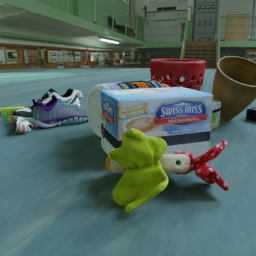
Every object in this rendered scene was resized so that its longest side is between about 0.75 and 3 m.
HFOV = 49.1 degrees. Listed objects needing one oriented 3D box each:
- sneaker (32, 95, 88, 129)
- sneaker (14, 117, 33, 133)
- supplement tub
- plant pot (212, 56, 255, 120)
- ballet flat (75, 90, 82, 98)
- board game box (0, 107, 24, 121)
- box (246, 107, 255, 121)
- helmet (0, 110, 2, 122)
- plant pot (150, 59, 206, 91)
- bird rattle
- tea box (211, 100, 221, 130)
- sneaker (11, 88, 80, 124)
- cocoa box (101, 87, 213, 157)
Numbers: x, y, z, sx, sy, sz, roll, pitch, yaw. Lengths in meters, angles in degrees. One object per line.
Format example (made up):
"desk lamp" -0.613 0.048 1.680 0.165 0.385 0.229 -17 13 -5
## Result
"sneaker" -2.450 -0.760 11.112 2.693 1.179 1.002 -15 21 -41
"sneaker" -3.783 -0.065 10.201 0.599 0.451 1.280 13 9 -20
"supplement tub" 0.203 -0.733 9.821 2.961 1.814 1.814 -13 20 -35
"plant pot" 4.211 -1.428 11.254 2.008 2.155 2.008 5 46 -5
"ballet flat" -3.305 -2.190 17.680 0.503 0.503 1.450 -11 19 -35
"board game box" -4.876 -0.594 11.747 1.031 0.524 0.246 -5 16 -17
"box" 5.761 -0.601 11.864 1.274 0.503 0.899 -11 16 -35
"helmet" -5.038 -0.350 9.829 1.044 1.095 1.095 35 28 18
"plant pot" 2.413 -2.168 13.875 2.665 2.427 2.665 0 15 0
"bird rattle" 0.691 0.670 5.883 2.606 1.468 2.125 -7 0 -33
"tea box" 2.915 -0.483 10.443 0.677 0.997 1.014 14 20 41
"sneaker" -3.442 -0.991 11.733 2.959 1.297 1.119 -16 23 -37
"cocoa box" 0.714 -0.160 7.795 2.685 1.762 1.790 -5 16 -17
